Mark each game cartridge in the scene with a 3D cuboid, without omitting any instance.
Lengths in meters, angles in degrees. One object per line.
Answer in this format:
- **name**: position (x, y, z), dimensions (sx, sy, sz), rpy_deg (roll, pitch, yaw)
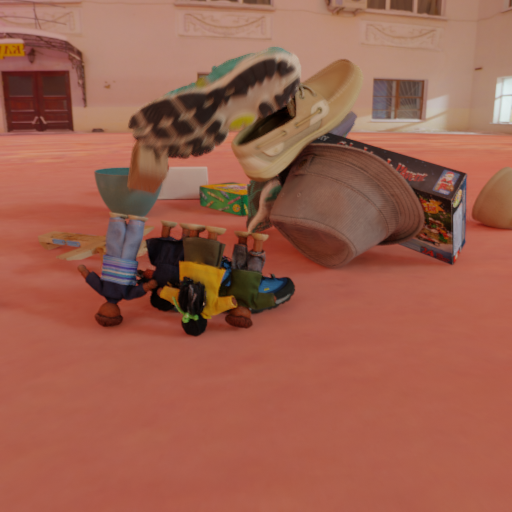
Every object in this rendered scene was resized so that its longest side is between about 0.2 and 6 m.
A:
- **game cartridge**: position (1.452, -2.204, 11.060), dimensions (0.894, 0.265, 1.379), rpy_deg (-36, -9, -22)

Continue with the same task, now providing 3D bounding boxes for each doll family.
- **doll family**: position (-1.075, 0.314, 7.328), dimensions (2.628, 1.519, 1.031), rpy_deg (9, 2, 26)

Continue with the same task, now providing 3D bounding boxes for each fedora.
- **fedora**: position (1.284, -0.659, 9.717), dimensions (2.873, 2.541, 1.297), rpy_deg (14, 61, 50)

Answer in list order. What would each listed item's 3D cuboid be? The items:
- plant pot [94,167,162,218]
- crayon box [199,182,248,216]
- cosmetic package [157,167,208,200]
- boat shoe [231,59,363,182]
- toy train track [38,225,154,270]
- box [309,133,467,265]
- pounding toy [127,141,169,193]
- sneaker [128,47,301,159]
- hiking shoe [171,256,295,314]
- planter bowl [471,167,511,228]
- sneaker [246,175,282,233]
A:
- **plant pot**: position (-3.203, -1.582, 14.200), dimensions (1.700, 1.145, 1.700), rpy_deg (2, 15, 0)
- **crayon box**: position (-0.515, -1.569, 15.213), dimensions (1.187, 0.582, 1.999), rpy_deg (-12, 20, -37)
- **cosmetic package**: position (-2.320, -2.182, 16.751), dimensions (1.749, 0.941, 0.742), rpy_deg (0, 14, -7)
- **boat shoe**: position (0.681, -2.373, 9.100), dimensions (2.635, 0.856, 0.951), rpy_deg (-44, 47, -7)
- **toy train track**: position (-3.074, -0.095, 10.383), dimensions (3.198, 0.520, 1.834), rpy_deg (7, 23, 42)
- **box**: position (2.209, -1.089, 10.112), dimensions (3.058, 0.576, 2.088), rpy_deg (25, -18, 30)
- **pounding toy**: position (-2.274, -2.266, 12.742), dimensions (0.922, 1.297, 1.194), rpy_deg (11, -21, -23)
- **sneaker**: position (-0.637, -2.432, 8.851), dimensions (2.851, 1.105, 1.136), rpy_deg (-20, 38, 10)
- **hiking shoe**: position (-0.383, 0.353, 8.006), dimensions (1.927, 0.836, 0.717), rpy_deg (-2, 16, -7)
- **planter bowl**: position (5.790, -1.193, 12.813), dimensions (1.413, 1.413, 0.951), rpy_deg (-14, 43, -41)
- **sneaker**: position (0.132, -1.192, 11.744), dimensions (0.769, 0.904, 1.981), rpy_deg (-18, -22, -24)
